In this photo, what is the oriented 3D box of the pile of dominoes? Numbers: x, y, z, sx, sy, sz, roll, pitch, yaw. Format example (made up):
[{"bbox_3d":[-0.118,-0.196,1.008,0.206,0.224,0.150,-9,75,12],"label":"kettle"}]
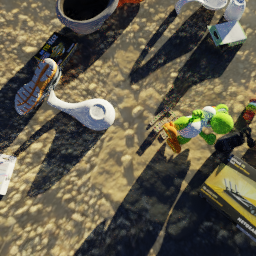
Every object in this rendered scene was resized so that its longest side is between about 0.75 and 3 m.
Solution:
[{"bbox_3d":[1.558,-0.248,11.582,1.191,0.190,0.928,-43,76,-12],"label":"pile of dominoes"}]

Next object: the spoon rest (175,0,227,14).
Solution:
[{"bbox_3d":[3.494,-5.986,13.219,2.448,0.742,1.216,-13,72,-3],"label":"spoon rest"}]

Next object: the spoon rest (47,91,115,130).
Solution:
[{"bbox_3d":[-1.882,-0.774,11.556,2.757,0.836,1.370,18,73,-8],"label":"spoon rest"}]

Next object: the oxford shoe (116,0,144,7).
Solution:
[{"bbox_3d":[0.056,-6.494,13.358,2.349,0.838,0.856,-13,67,-4],"label":"oxford shoe"}]

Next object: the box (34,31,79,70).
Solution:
[{"bbox_3d":[-3.184,-3.410,12.540,1.275,0.394,1.597,29,74,11],"label":"box"}]

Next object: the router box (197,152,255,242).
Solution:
[{"bbox_3d":[4.092,2.398,10.009,2.504,0.654,1.969,38,79,30],"label":"router box"}]

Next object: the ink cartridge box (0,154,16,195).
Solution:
[{"bbox_3d":[-4.982,1.722,10.750,0.871,0.514,1.514,10,72,3],"label":"ink cartridge box"}]

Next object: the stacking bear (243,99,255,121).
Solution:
[{"bbox_3d":[5.115,-0.723,11.604,0.553,0.518,0.911,35,80,11],"label":"stacking bear"}]

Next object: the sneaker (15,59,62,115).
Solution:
[{"bbox_3d":[-3.651,-1.576,11.661,1.025,1.012,2.620,41,94,17],"label":"sneaker"}]

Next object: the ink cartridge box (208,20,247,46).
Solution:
[{"bbox_3d":[4.498,-4.284,12.836,1.526,0.366,1.111,-16,72,-5],"label":"ink cartridge box"}]

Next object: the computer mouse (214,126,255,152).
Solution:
[{"bbox_3d":[4.137,0.500,11.041,1.510,1.045,0.398,-20,28,17],"label":"computer mouse"}]

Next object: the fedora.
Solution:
[{"bbox_3d":[-1.781,-5.392,12.700,2.608,1.331,2.949,35,77,12],"label":"fedora"}]

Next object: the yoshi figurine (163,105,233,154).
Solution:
[{"bbox_3d":[2.842,-0.019,10.715,2.735,1.537,1.531,-25,79,-8],"label":"yoshi figurine"}]

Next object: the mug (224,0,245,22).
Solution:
[{"bbox_3d":[4.968,-5.643,12.991,0.790,0.938,1.070,-5,72,-2],"label":"mug"}]
